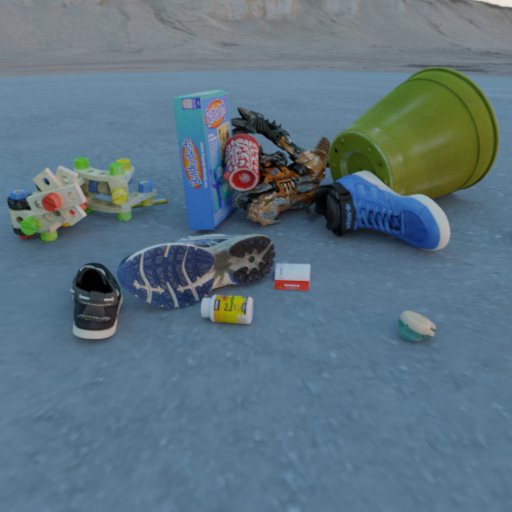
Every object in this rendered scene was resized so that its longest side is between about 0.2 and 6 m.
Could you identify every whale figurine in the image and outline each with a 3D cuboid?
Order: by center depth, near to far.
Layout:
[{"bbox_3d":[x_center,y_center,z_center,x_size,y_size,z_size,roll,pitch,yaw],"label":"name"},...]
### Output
[{"bbox_3d":[2.544,1.142,8.903,0.766,0.398,0.610,6,28,-50],"label":"whale figurine"}]

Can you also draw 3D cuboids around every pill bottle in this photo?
[{"bbox_3d":[-0.482,0.882,9.291,0.821,0.448,0.448,3,24,6],"label":"pill bottle"}]

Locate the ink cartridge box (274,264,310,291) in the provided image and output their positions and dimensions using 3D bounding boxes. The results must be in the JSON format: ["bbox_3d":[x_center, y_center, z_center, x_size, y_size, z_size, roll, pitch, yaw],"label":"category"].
[{"bbox_3d":[0.689,0.397,10.714,0.672,0.198,0.839,2,22,5],"label":"ink cartridge box"}]

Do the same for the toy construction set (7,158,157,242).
[{"bbox_3d":[-4.115,-1.290,12.913,2.529,1.777,3.857,5,13,10],"label":"toy construction set"}]

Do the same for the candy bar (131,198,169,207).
[{"bbox_3d":[-2.859,-1.416,14.958,1.049,0.116,0.261,-11,26,-21],"label":"candy bar"}]

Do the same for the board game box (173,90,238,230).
[{"bbox_3d":[-1.114,-2.346,13.311,0.669,2.973,2.261,0,18,14],"label":"board game box"}]

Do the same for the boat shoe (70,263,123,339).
[{"bbox_3d":[-2.731,0.538,9.609,0.876,0.825,2.440,-2,19,-15],"label":"boat shoe"}]

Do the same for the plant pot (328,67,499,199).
[{"bbox_3d":[3.764,-2.708,14.538,3.304,3.431,3.431,-28,34,-26],"label":"plant pot"}]

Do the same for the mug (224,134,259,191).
[{"bbox_3d":[-0.202,-2.086,12.935,1.078,0.810,1.214,23,40,-25],"label":"mug"}]

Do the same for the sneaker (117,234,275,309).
[{"bbox_3d":[-1.182,0.186,10.375,3.014,1.161,1.284,-7,14,-33],"label":"sneaker"}]

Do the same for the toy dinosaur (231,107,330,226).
[{"bbox_3d":[0.699,-2.200,14.957,3.092,2.327,4.556,32,21,17],"label":"toy dinosaur"}]

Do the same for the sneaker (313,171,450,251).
[{"bbox_3d":[2.538,-0.852,12.364,1.821,1.257,3.274,-19,38,-21],"label":"sneaker"}]
